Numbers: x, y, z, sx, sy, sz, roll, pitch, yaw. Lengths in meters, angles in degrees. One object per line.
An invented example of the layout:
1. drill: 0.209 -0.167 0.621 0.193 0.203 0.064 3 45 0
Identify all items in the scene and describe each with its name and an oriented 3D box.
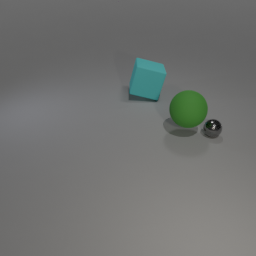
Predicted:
1. ball: 2.241 -0.700 10.409 1.400 1.400 1.400 0 32 0
2. cube: 0.905 -2.354 13.388 1.400 1.400 1.400 12 29 -7
3. ball: 3.239 0.006 10.710 0.700 0.700 0.700 0 32 0
